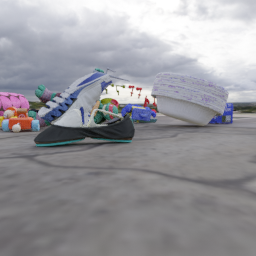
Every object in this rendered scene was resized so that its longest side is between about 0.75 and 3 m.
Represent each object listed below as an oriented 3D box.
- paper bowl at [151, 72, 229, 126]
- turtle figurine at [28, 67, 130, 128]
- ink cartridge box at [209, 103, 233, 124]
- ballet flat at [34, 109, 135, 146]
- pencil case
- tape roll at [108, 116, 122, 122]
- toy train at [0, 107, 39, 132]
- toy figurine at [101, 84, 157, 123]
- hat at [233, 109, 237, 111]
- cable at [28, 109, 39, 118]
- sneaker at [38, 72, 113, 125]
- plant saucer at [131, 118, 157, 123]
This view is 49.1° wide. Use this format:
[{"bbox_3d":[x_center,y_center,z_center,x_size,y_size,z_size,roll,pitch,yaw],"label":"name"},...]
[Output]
[{"bbox_3d":[2.063,-0.934,9.859,2.600,1.352,2.600,17,3,-1],"label":"paper bowl"},{"bbox_3d":[-1.392,-0.631,8.339,2.920,1.470,2.186,-1,44,14],"label":"turtle figurine"},{"bbox_3d":[3.601,-0.641,12.168,1.612,0.902,2.363,0,5,10],"label":"ink cartridge box"},{"bbox_3d":[-0.697,-0.027,4.704,1.702,0.582,0.579,-2,4,-24],"label":"ballet flat"},{"bbox_3d":[-5.547,-0.826,12.260,1.341,1.384,2.955,46,10,5],"label":"pencil case"},{"bbox_3d":[-0.448,-0.411,12.901,0.930,0.307,0.930,0,3,0],"label":"tape roll"},{"bbox_3d":[-3.712,-0.294,7.780,2.609,0.726,1.960,0,3,-6],"label":"toy train"},{"bbox_3d":[0.294,-0.962,12.328,2.857,1.507,1.711,7,19,-22],"label":"toy figurine"},{"bbox_3d":[4.755,-0.586,14.008,1.355,0.546,1.355,-7,-1,0],"label":"hat"},{"bbox_3d":[-2.679,-0.442,10.080,1.560,0.486,1.912,13,-5,-41],"label":"cable"},{"bbox_3d":[-1.114,-0.484,6.735,1.830,1.057,0.739,-38,32,-14],"label":"sneaker"},{"bbox_3d":[0.677,-0.384,13.529,0.704,0.191,2.015,-1,5,-21],"label":"plant saucer"}]
